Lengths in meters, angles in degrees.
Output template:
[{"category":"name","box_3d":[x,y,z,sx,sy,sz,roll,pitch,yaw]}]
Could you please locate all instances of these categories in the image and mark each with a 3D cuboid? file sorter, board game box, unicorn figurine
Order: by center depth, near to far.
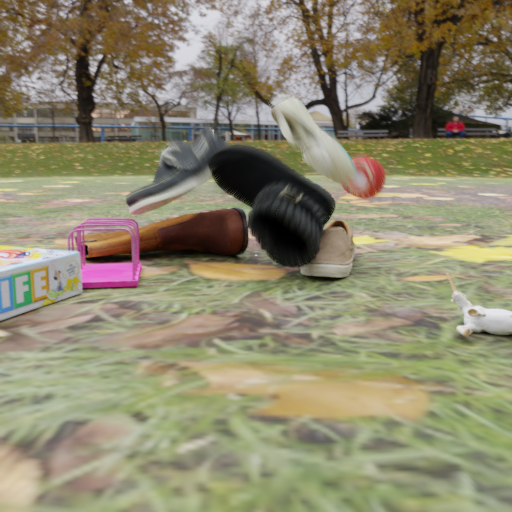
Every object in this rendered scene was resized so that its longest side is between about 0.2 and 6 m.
[{"category":"unicorn figurine","box_3d":[2.812,0.731,6.703,1.497,0.553,1.028,23,10,28]},{"category":"board game box","box_3d":[-4.950,0.342,8.054,3.923,0.671,2.637,4,11,20]},{"category":"file sorter","box_3d":[-2.556,-0.098,9.561,1.091,0.984,1.570,-1,10,-9]}]

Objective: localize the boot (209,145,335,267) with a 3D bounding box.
[{"category":"boot","box_3d":[0.085,-0.978,9.952,2.682,1.009,2.005,25,33,9]}]

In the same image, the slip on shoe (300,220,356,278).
[{"category":"slip on shoe","box_3d":[1.416,-0.153,10.481,0.959,0.764,2.522,4,12,20]}]

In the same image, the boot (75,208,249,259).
[{"category":"boot","box_3d":[-1.935,-0.434,11.361,3.019,1.034,2.842,-7,13,-31]}]

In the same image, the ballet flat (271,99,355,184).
[{"category":"ballet flat","box_3d":[0.765,-1.601,8.093,0.514,0.556,1.649,-22,64,-30]}]

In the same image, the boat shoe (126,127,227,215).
[{"category":"boat shoe","box_3d":[-1.595,-1.713,11.203,1.128,1.062,3.141,-22,15,40]}]

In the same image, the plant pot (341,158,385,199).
[{"category":"plant pot","box_3d":[2.574,-1.925,13.660,1.006,1.006,0.916,5,3,23]}]
